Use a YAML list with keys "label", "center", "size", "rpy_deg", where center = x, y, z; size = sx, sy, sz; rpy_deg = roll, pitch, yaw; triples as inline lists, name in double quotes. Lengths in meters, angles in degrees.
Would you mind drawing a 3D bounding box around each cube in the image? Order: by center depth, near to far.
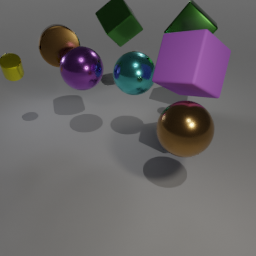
- label: "cube"
  center: [1.751, -1.714, 7.727]
  size: [1.400, 1.400, 1.400]
  rpy_deg: [16, -2, -45]
- label: "cube"
  center: [2.430, -3.851, 10.784]
  size: [1.400, 1.400, 1.400]
  rpy_deg: [40, 30, -7]
- label: "cube"
  center: [-0.393, -4.935, 12.977]
  size: [1.400, 1.400, 1.400]
  rpy_deg: [63, 18, 20]

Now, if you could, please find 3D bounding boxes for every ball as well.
- label: "ball"
  center: [1.401, 0.025, 6.906]
  size: [1.400, 1.400, 1.400]
  rpy_deg: [0, 31, 0]
- label: "ball"
  center: [-1.493, -1.921, 9.070]
  size: [1.400, 1.400, 1.400]
  rpy_deg: [0, 31, 0]
- label: "ball"
  center: [0.210, -1.761, 9.076]
  size: [1.400, 1.400, 1.400]
  rpy_deg: [0, 31, 0]

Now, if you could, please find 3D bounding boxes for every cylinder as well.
- label: "cylinder"
  center: [-4.018, -2.102, 9.706]
  size: [0.700, 0.700, 0.700]
  rpy_deg: [4, 62, -8]
- label: "cylinder"
  center: [-2.507, -3.021, 10.210]
  size: [1.400, 1.400, 1.400]
  rpy_deg: [-8, 24, -13]
